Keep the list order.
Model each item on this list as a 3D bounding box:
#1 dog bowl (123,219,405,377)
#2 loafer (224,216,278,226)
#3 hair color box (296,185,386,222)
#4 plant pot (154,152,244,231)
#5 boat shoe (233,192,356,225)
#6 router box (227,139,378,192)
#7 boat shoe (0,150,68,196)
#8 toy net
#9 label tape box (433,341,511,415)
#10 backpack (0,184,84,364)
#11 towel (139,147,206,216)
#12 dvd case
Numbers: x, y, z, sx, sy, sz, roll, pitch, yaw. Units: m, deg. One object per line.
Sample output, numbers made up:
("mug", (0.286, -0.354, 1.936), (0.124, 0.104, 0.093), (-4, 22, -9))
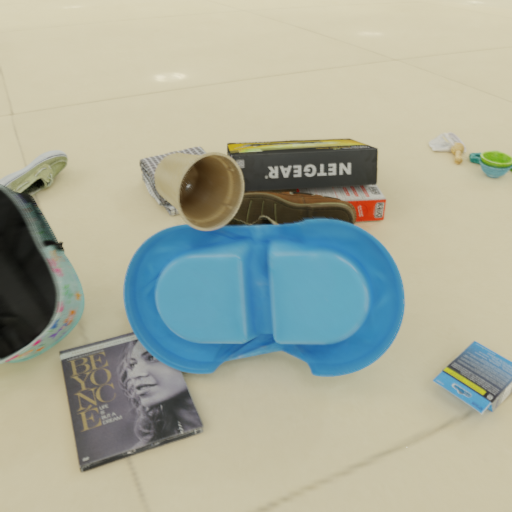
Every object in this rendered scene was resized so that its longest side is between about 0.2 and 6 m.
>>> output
("dog bowl", (0.097, 0.535, 8.379), (4.054, 2.260, 1.005), (-2, 11, 11))
("loafer", (0.346, 0.056, 9.605), (3.373, 1.137, 1.282), (7, 38, -19))
("hair color box", (1.855, -1.173, 12.418), (1.814, 0.555, 0.921), (-4, 33, -4))
("plant pot", (-0.897, -1.017, 7.968), (1.096, 1.096, 1.003), (-23, 32, -30))
("boat shoe", (0.758, -0.873, 11.804), (2.667, 0.960, 0.907), (10, 23, 11))
("router box", (0.937, -2.173, 13.049), (3.188, 0.833, 2.507), (-3, 17, -5))
("boat shoe", (-5.231, -1.845, 13.432), (0.634, 0.736, 2.043), (34, 50, 11))
("toy net", (5.791, -2.802, 14.821), (1.439, 0.530, 2.742), (-17, 38, -23))
("label tape box", (3.237, 1.848, 8.228), (1.140, 0.377, 0.816), (-31, 45, -30))
("backpack", (-3.878, 0.437, 8.601), (2.174, 1.843, 2.449), (-34, 77, -1))
("towel", (-1.712, -1.837, 13.143), (1.634, 0.845, 1.974), (-16, 38, -21))
("dvd case", (-1.906, 1.953, 8.237), (1.672, 0.180, 2.248), (-13, 37, -18))
